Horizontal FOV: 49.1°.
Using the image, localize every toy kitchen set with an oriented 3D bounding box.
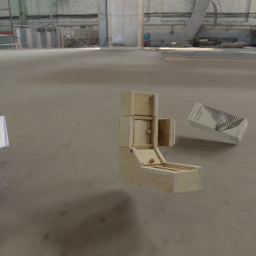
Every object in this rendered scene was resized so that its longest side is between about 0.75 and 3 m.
[{"bbox_3d":[0.695,0.150,4.512,1.196,1.466,1.323,2,-1,-36],"label":"toy kitchen set"}]

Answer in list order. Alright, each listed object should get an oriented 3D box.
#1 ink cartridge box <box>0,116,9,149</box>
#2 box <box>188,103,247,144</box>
[{"bbox_3d":[-3.381,0.511,5.099,2.374,0.515,2.352,-17,21,-19],"label":"ink cartridge box"},{"bbox_3d":[2.256,-0.140,7.095,1.351,0.555,0.462,22,-11,29],"label":"box"}]
